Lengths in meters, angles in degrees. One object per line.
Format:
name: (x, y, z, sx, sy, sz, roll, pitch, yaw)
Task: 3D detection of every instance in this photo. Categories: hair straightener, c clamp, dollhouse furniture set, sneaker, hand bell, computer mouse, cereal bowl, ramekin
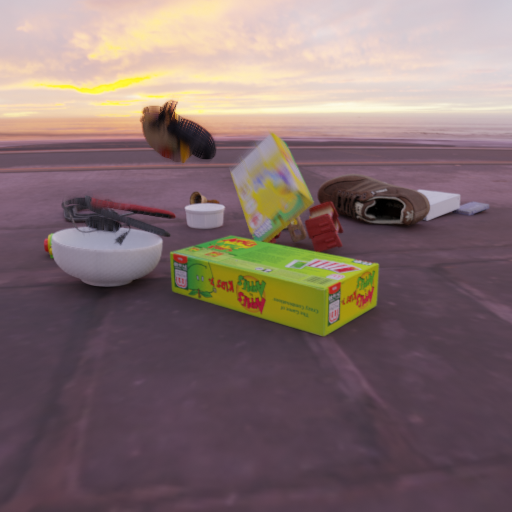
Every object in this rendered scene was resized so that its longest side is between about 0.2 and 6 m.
hair straightener: (-2.436, -0.584, 9.760, 1.962, 0.755, 0.401, 12, -8, -4)
c clamp: (-4.242, -1.198, 15.243, 1.947, 0.309, 2.279, -12, 21, -23)
dollhouse furniture set: (0.854, -0.434, 11.822, 1.845, 0.750, 0.993, -17, 17, 19)
sneaker: (2.782, -1.438, 14.450, 3.185, 1.122, 1.203, 11, 22, 37)
hand bell: (-1.454, -1.613, 16.615, 0.510, 0.510, 0.979, 12, 7, 38)
computer mouse: (-1.437, -2.641, 11.805, 1.518, 0.400, 1.051, 36, -33, -20)
cereal bowl: (-2.527, 0.040, 9.575, 1.839, 0.766, 1.839, 4, 14, -1)
ramekin: (-1.279, -0.987, 13.980, 0.984, 0.480, 0.984, 0, 15, 0)

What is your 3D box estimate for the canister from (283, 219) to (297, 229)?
canister: (0.476, -0.869, 13.710, 0.954, 0.413, 0.708, -11, 19, -31)

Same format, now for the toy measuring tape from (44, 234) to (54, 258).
toy measuring tape: (-4.077, -0.292, 11.530, 0.477, 0.477, 1.297, -3, 16, -10)

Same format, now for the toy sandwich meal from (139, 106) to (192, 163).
toy sandwich meal: (-2.216, -2.933, 13.807, 1.644, 1.644, 0.563, 6, 47, 22)

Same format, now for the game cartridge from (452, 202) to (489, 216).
game cartridge: (6.015, -1.315, 15.672, 0.900, 0.173, 0.583, -18, 27, -29)

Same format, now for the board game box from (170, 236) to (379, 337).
board game box: (0.215, 0.352, 8.694, 2.936, 0.699, 1.491, 12, 20, 38)

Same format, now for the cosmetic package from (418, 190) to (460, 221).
cosmetic package: (4.605, -1.418, 15.447, 1.707, 0.441, 1.287, -19, 21, -39)

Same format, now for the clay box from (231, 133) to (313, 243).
clay box: (0.315, -1.328, 11.543, 0.554, 1.339, 2.330, 28, 31, -40)
